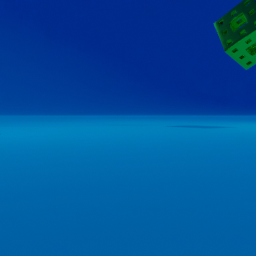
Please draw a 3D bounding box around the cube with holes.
[{"bbox_3d":[3.544,-2.769,8.223,1.247,1.247,1.247,21,-41,-37],"label":"cube with holes"}]
